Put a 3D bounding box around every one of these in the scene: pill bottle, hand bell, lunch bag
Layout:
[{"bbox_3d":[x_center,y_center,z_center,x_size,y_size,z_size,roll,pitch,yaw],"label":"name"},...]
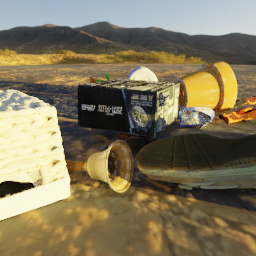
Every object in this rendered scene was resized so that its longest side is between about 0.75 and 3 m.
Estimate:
[{"bbox_3d":[0.666,-2.322,14.064,1.430,1.430,2.551,0,14,0],"label":"pill bottle"},{"bbox_3d":[-0.809,0.680,5.028,1.640,0.854,0.854,-5,12,30],"label":"hand bell"},{"bbox_3d":[2.126,-0.342,8.559,0.960,0.595,0.817,-2,13,23],"label":"lunch bag"}]

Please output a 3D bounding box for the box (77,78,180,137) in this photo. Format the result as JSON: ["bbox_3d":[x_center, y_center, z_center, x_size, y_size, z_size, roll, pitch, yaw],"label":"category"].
[{"bbox_3d":[0.136,-0.671,7.568,2.035,1.070,2.485,7,16,20],"label":"box"}]

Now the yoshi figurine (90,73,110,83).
[{"bbox_3d":[-1.018,-2.098,14.147,2.000,1.124,1.120,6,32,10],"label":"yoshi figurine"}]

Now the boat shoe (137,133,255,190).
[{"bbox_3d":[1.603,0.678,4.809,2.871,0.903,1.047,-6,31,5],"label":"boat shoe"}]

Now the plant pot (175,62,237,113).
[{"bbox_3d":[2.639,-1.340,10.053,1.674,1.828,1.828,-11,18,-11],"label":"plant pot"}]

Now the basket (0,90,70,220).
[{"bbox_3d":[-2.212,0.253,4.720,1.658,1.509,2.446,-12,20,-34],"label":"basket"}]

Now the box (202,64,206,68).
[{"bbox_3d":[4.229,-2.329,13.786,1.032,1.562,0.896,15,22,43],"label":"box"}]

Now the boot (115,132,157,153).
[{"bbox_3d":[-0.020,0.250,6.823,1.067,0.368,1.145,3,13,-42],"label":"boot"}]

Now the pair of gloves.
[{"bbox_3d":[3.964,-0.746,9.825,2.192,0.304,2.461,-5,23,-6],"label":"pair of gloves"}]
